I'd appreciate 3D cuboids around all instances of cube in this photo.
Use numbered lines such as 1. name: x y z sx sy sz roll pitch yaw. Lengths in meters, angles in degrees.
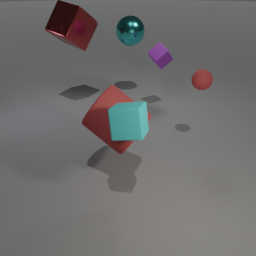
1. cube: 0.027 -0.160 6.153 0.700 0.700 0.700 -2 16 16
2. cube: 1.431 -3.167 12.321 0.700 0.700 0.700 -41 57 9
3. cube: -2.426 -4.414 12.130 1.400 1.400 1.400 28 4 29

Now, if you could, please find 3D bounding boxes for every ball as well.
1. ball: 2.519 -1.638 9.522 0.700 0.700 0.700 0 28 0
2. ball: 0.111 -4.693 13.544 1.400 1.400 1.400 0 28 0

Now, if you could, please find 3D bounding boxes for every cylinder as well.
1. cylinder: -0.310 -0.228 7.763 1.400 1.400 1.400 39 34 -1
